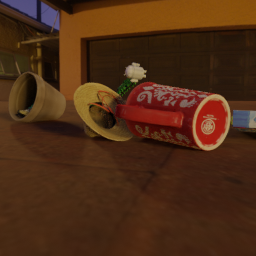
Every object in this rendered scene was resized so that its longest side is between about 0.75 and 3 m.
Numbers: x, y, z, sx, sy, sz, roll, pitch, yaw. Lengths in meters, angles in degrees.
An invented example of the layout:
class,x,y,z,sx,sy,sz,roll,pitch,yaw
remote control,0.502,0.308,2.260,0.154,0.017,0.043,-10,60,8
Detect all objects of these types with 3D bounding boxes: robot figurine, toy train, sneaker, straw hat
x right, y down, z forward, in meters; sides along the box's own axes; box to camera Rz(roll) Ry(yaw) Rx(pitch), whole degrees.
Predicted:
class,x,y,z,sx,sy,sz,roll,pitch,yaw
robot figurine,0.326,-2.607,13.220,1.063,0.901,0.600,5,-1,-24
toy train,-0.136,-2.138,14.229,0.366,0.495,1.756,-1,-17,-30
sneaker,-4.710,-1.013,14.354,0.811,0.935,2.110,5,6,35
straw hat,-0.969,-0.275,9.403,2.523,2.523,1.068,-9,-30,-50

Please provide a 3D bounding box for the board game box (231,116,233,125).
class,x,y,z,sx,sy,sz,roll,pitch,yaw
board game box,5.115,-0.285,12.631,0.736,0.345,1.449,2,8,13

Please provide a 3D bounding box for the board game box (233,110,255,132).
class,x,y,z,sx,sy,sz,roll,pitch,yaw
board game box,4.895,-0.137,9.042,2.680,0.584,2.693,3,-2,25

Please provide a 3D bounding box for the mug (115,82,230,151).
class,x,y,z,sx,sy,sz,roll,pitch,yaw
mug,1.157,-0.212,7.984,2.399,1.803,2.703,-31,27,-27

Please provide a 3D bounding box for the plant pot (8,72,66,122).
class,x,y,z,sx,sy,sz,roll,pitch,yaw
plant pot,-4.537,-1.360,14.511,2.506,2.506,2.174,6,-7,38
